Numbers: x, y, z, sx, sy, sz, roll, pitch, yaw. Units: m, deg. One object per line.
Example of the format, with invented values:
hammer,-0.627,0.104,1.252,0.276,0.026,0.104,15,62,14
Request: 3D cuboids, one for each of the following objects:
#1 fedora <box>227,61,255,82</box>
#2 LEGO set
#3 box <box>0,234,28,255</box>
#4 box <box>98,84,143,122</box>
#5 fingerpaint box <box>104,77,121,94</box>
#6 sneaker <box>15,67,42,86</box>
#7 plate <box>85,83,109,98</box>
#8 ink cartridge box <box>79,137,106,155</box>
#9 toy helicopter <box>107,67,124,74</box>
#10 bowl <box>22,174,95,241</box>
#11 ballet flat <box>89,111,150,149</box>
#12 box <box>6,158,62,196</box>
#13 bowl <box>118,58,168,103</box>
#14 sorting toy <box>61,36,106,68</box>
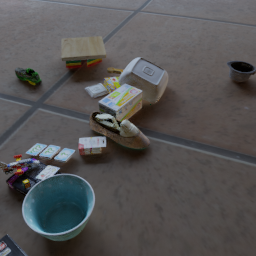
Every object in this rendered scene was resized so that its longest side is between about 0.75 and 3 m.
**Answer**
fedora,4.870,-2.431,12.222,1.335,0.603,1.181,-12,44,-22
LEGO set,-2.701,0.956,8.226,1.497,0.492,2.004,10,31,19
box,-2.695,3.663,5.087,2.098,0.640,2.649,35,51,23
box,-0.242,-0.855,10.306,0.875,0.789,1.556,27,48,27
fingerpaint box,-0.482,-1.726,11.570,0.795,0.349,0.952,-10,42,-23
sneaker,-4.339,-2.385,12.159,1.471,0.627,0.574,22,46,24
plate,-1.290,-1.592,11.642,0.799,0.129,0.798,-22,47,-23
ink cartridge box,-1.139,0.566,9.087,0.872,0.294,0.508,-4,42,-2
toy helicopter,-0.170,-2.509,12.345,1.549,0.611,1.024,11,41,16
bowl,-1.641,2.068,6.947,1.702,0.890,1.702,0,42,0
ballet flat,-0.349,0.020,9.335,2.325,0.782,0.792,19,45,19
box,-2.589,1.523,8.042,1.451,0.262,1.038,21,46,24
bowl,0.715,-2.057,11.303,1.859,0.695,1.862,29,50,3
sorting toy,-2.139,-3.617,13.481,2.002,0.701,2.014,-6,42,-8
